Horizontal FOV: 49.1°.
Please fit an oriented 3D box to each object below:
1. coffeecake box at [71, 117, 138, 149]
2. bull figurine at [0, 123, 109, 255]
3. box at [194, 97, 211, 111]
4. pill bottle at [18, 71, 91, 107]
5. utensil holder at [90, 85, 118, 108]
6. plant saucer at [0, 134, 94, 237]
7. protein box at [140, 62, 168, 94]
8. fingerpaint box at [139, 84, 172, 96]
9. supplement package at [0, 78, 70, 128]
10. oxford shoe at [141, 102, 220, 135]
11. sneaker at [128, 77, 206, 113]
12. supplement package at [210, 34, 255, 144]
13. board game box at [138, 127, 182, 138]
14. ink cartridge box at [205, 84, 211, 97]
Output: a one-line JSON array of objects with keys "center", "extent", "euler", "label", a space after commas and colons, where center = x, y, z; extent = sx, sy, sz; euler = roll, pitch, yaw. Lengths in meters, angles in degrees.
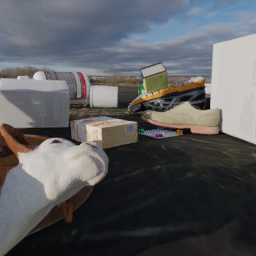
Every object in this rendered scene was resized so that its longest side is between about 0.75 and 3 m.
[{"center": [-0.525, 0.064, 5.965], "extent": [0.916, 0.436, 1.193], "euler": [-10, 14, -39], "label": "coffeecake box"}, {"center": [-1.467, 0.616, 1.432], "extent": [2.836, 0.923, 1.721], "euler": [-5, 15, -8], "label": "bull figurine"}, {"center": [2.984, -0.841, 10.557], "extent": [1.217, 0.609, 0.456], "euler": [-9, 13, -39], "label": "box"}, {"center": [-3.252, -1.675, 12.339], "extent": [2.908, 1.610, 1.610], "euler": [-6, 12, -29], "label": "pill bottle"}, {"center": [-1.065, -1.414, 12.689], "extent": [1.203, 1.023, 1.023], "euler": [2, 10, -2], "label": "utensil holder"}, {"center": [-1.897, 0.512, 3.355], "extent": [2.954, 0.509, 2.954], "euler": [-1, 11, 0], "label": "plant saucer"}, {"center": [0.871, -1.659, 9.264], "extent": [0.759, 0.754, 0.512], "euler": [-18, 55, -1], "label": "protein box"}, {"center": [1.500, -1.307, 11.561], "extent": [2.078, 0.762, 1.734], "euler": [-2, -3, 5], "label": "fingerpaint box"}, {"center": [-2.490, -0.672, 7.478], "extent": [1.728, 1.047, 1.035], "euler": [0, 27, -19], "label": "supplement package"}, {"center": [1.294, -0.325, 6.988], "extent": [1.944, 0.718, 0.688], "euler": [9, 9, 17], "label": "oxford shoe"}, {"center": [1.363, -0.905, 9.868], "extent": [2.861, 1.105, 1.120], "euler": [-13, 17, 23], "label": "sneaker"}, {"center": [3.433, -0.852, 6.014], "extent": [2.171, 2.187, 2.882], "euler": [-2, 10, -10], "label": "supplement package"}, {"center": [0.776, 0.094, 6.767], "extent": [0.782, 0.101, 0.782], "euler": [-7, 13, -35], "label": "board game box"}, {"center": [3.699, -1.489, 12.854], "extent": [0.785, 1.070, 0.782], "euler": [1, 10, 7], "label": "ink cartridge box"}]
